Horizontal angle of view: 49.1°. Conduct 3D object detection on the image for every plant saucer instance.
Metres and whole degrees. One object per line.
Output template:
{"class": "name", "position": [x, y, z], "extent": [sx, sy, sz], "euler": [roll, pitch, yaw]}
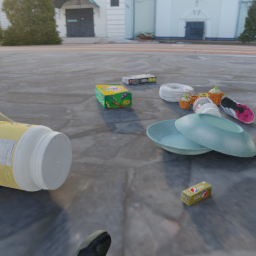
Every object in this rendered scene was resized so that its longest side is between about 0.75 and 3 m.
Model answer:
{"class": "plant saucer", "position": [1.846, 0.345, 9.024], "extent": [2.517, 0.485, 2.517], "euler": [0, 20, 0]}
{"class": "plant saucer", "position": [2.846, 0.042, 8.903], "extent": [2.681, 0.516, 2.681], "euler": [15, 20, -5]}

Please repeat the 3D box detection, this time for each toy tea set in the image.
{"class": "toy tea set", "position": [3.449, -1.475, 13.184], "extent": [2.343, 0.867, 1.393], "euler": [-19, 28, -40]}

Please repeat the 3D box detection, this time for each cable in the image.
{"class": "cable", "position": [2.526, -1.843, 14.473], "extent": [1.795, 0.622, 1.795], "euler": [6, 22, 16]}

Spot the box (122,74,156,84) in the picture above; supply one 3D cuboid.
{"class": "box", "position": [0.736, -3.207, 18.391], "extent": [1.978, 0.343, 1.088], "euler": [-9, 23, -22]}

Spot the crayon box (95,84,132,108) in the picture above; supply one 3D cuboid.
{"class": "crayon box", "position": [-0.766, -1.625, 13.858], "extent": [1.326, 0.650, 2.233], "euler": [-6, 22, -16]}

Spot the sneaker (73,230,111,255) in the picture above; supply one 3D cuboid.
{"class": "sneaker", "position": [-0.477, 2.234, 3.948], "extent": [0.982, 0.655, 1.714], "euler": [10, 26, 21]}

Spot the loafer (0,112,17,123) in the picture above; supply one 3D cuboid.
{"class": "loafer", "position": [-4.566, -0.123, 9.593], "extent": [2.729, 0.932, 1.033], "euler": [9, 23, 22]}

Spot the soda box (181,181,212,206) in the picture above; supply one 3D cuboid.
{"class": "soda box", "position": [1.564, 1.486, 6.374], "extent": [0.766, 0.259, 0.245], "euler": [-14, 25, -33]}

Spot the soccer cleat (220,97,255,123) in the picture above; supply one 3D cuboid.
{"class": "soccer cleat", "position": [4.552, -0.681, 11.496], "extent": [0.764, 0.618, 1.769], "euler": [37, 10, -42]}

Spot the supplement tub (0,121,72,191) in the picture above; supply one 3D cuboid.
{"class": "supplement tub", "position": [-2.609, 0.654, 6.726], "extent": [2.137, 1.554, 1.554], "euler": [6, 22, 17]}

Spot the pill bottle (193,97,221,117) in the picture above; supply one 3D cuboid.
{"class": "pill bottle", "position": [3.119, -0.652, 11.078], "extent": [0.847, 0.847, 1.462], "euler": [1, 21, 2]}
